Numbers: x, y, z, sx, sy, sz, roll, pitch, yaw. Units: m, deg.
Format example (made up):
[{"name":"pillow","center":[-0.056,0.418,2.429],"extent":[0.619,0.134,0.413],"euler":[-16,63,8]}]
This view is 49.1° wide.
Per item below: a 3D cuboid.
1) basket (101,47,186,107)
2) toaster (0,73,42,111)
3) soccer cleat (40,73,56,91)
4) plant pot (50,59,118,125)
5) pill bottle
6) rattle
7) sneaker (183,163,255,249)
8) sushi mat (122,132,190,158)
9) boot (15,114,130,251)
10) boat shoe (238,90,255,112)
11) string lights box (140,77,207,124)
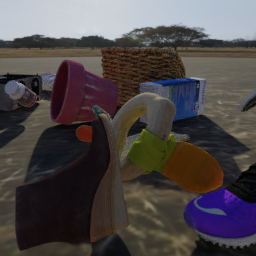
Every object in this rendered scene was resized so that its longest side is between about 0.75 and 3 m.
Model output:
[{"name":"basket","center":[0.624,-1.822,9.870],"extent":[2.739,2.040,1.955],"euler":[7,18,26]},{"name":"toaster","center":[-4.207,-1.342,9.918],"extent":[1.829,1.085,1.654],"euler":[5,18,17]},{"name":"soccer cleat","center":[-3.448,-2.072,12.734],"extent":[2.354,0.822,1.016],"euler":[8,16,22]},{"name":"plant pot","center":[-1.177,-0.875,7.724],"extent":[1.525,1.704,1.704],"euler":[9,11,-28]},{"name":"pill bottle","center":[-3.080,-0.982,8.057],"extent":[0.507,0.507,0.875],"euler":[6,-16,18]},{"name":"rattle","center":[0.220,0.255,4.403],"extent":[1.470,1.340,2.058],"euler":[11,-13,-30]},{"name":"sneaker","center":[1.644,0.669,3.344],"extent":[2.120,1.054,0.737],"euler":[-4,18,-16]},{"name":"sushi mat","center":[0.376,0.306,6.165],"extent":[2.047,0.124,0.980],"euler":[-15,21,-40]},{"name":"boot","center":[-0.676,0.553,3.186],"extent":[1.213,1.459,0.528],"euler":[-8,-24,-3]},{"name":"boat shoe","center":[3.396,-0.781,7.108],"extent":[0.454,1.283,0.409],"euler":[2,51,-46]},{"name":"string lights box","center":[1.358,-0.825,8.158],"extent":[2.158,1.109,0.636],"euler":[-13,21,-36]}]
